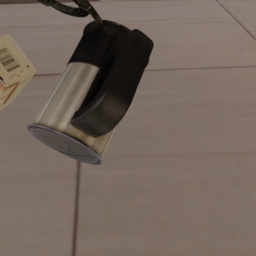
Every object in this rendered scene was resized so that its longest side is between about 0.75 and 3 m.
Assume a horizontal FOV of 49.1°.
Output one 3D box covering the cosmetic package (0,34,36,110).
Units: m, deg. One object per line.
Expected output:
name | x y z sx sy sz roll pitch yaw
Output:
cosmetic package | -1.990 -0.736 4.239 0.665 1.287 0.561 53 51 -8

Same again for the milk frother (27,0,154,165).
milk frother | -0.825 -0.788 3.880 1.988 1.794 1.870 26 69 -6
